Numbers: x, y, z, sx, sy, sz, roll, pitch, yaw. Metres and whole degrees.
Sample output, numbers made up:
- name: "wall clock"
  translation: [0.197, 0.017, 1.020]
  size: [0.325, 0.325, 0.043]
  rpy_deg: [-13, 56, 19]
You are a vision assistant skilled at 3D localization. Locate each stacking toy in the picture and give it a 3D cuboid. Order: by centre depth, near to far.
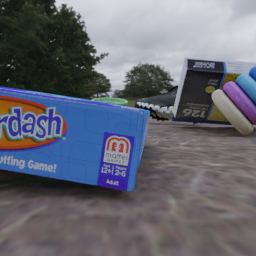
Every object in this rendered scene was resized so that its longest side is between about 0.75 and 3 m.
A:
- name: "stacking toy"
  translation: [2.935, -1.060, 5.311]
  size: [2.607, 1.113, 1.113]
  rpy_deg: [-42, -12, 20]

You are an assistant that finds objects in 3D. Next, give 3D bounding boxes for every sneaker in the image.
- name: "sneaker"
  translation: [1.404, -0.840, 9.054]
  size: [2.570, 1.163, 0.854]
  rpy_deg: [9, -24, 38]

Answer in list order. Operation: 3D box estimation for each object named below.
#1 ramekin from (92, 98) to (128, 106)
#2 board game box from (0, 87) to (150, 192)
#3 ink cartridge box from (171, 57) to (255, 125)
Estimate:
- name: "ramekin"
  translation: [-0.753, -0.769, 11.387]
  size: [1.462, 0.714, 1.462]
  rpy_deg: [3, 15, -1]
- name: "board game box"
  translation: [-0.754, -0.070, 3.057]
  size: [1.933, 0.572, 2.542]
  rpy_deg: [9, 4, 4]
- name: "ink cartridge box"
  translation: [2.344, -0.631, 6.865]
  size: [2.290, 0.544, 2.317]
  rpy_deg: [4, -38, 3]
